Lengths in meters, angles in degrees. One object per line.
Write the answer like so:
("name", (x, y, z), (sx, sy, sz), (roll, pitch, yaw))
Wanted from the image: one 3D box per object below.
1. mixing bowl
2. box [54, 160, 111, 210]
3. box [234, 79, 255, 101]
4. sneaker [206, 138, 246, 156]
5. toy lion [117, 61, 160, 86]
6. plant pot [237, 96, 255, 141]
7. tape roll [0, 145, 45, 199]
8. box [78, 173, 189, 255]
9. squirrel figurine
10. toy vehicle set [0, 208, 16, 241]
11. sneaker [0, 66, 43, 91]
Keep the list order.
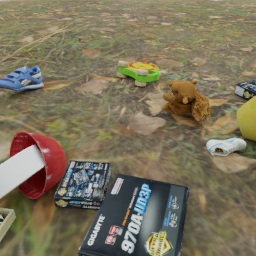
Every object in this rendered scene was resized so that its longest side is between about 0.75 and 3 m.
("mixing bowl", (-2.158, 0.849, 7.031), (1.648, 1.648, 0.892), (25, 22, 35))
("box", (-1.091, 1.396, 7.088), (1.142, 0.330, 1.437), (3, 31, 4))
("box", (5.922, -1.550, 11.763), (2.178, 0.501, 1.731), (-15, 35, -24))
("sneaker", (2.963, 0.602, 8.366), (1.153, 0.441, 0.466), (-6, 39, 3))
("toy lion", (0.713, -2.802, 13.767), (2.151, 0.770, 2.244), (-15, 34, -36))
("plant pot", (4.188, -0.268, 8.825), (1.243, 1.751, 1.751), (-16, 22, 30))
("tape roll", (-2.633, 1.073, 6.385), (1.610, 0.563, 1.610), (-37, 4, 3))
("box", (0.265, 1.999, 5.900), (1.822, 0.527, 2.292), (9, 32, 14))
("squirrel figurine", (2.162, -1.056, 9.737), (1.850, 1.727, 1.310), (31, 82, 7))
("toy vehicle set", (-3.583, 2.146, 5.933), (1.923, 0.255, 1.195), (5, 32, 8))
("sneaker", (-4.610, -2.115, 11.876), (0.866, 0.963, 2.341), (14, 20, 23))
